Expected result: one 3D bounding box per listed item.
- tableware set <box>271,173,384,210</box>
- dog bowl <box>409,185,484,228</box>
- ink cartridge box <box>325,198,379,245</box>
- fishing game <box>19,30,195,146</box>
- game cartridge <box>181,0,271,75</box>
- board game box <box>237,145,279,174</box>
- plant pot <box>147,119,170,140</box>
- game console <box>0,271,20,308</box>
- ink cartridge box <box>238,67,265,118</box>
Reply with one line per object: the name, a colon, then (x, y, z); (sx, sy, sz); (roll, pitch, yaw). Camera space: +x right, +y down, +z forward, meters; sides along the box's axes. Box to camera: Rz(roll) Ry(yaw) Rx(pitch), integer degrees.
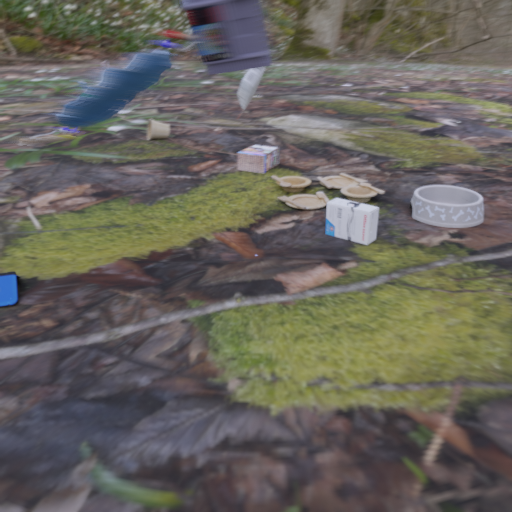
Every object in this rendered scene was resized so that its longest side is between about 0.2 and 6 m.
tableware set: (1.734, -1.710, 14.201); (2.738, 0.318, 2.288); (-7, 26, -17)
dog bowl: (4.353, -1.173, 12.805); (1.705, 0.500, 1.705); (1, 24, 0)
ink cartridge box: (1.963, -0.715, 11.500); (0.999, 0.725, 0.418); (18, 30, 34)
fishing game: (-2.457, -2.951, 9.658); (3.272, 0.509, 2.343); (-30, 9, 20)
game cartridge: (-0.312, -2.519, 6.151); (0.814, 1.255, 0.241); (-10, 64, 6)
board game box: (0.071, -2.855, 16.466); (0.869, 0.528, 1.090); (11, 27, 24)
plant pot: (-3.458, -4.451, 19.907); (0.681, 0.744, 0.744); (3, 22, -22)
game console: (-4.504, 0.632, 9.290); (1.081, 0.640, 0.923); (-8, 57, -17)
ink cartridge box: (-0.175, -3.404, 11.482); (0.236, 0.999, 0.799); (29, 54, -4)
